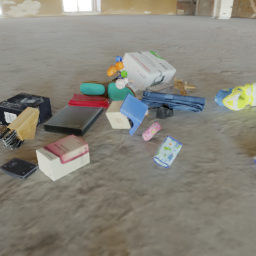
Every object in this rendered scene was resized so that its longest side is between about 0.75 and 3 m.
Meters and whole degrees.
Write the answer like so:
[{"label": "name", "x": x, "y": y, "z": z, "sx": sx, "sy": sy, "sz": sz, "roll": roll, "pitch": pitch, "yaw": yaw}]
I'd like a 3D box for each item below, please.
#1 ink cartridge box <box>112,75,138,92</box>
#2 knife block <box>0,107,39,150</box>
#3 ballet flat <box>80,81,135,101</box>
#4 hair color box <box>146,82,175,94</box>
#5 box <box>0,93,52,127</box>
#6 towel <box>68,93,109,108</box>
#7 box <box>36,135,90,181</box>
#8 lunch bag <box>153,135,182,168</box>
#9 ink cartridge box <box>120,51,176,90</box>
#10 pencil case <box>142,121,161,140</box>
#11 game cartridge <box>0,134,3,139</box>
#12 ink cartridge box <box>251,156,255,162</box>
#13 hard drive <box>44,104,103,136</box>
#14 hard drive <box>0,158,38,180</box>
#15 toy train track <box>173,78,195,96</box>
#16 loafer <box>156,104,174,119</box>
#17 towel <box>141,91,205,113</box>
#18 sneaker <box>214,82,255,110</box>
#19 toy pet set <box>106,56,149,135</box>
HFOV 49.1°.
[{"label": "ink cartridge box", "x": -0.189, "y": -2.328, "z": 15.237, "sx": 1.292, "sy": 0.608, "sz": 2.749, "roll": 12, "pitch": 31, "yaw": 20}, {"label": "knife block", "x": -4.009, "y": -0.022, "z": 10.224, "sx": 0.510, "sy": 1.595, "sz": 1.400, "roll": 13, "pitch": 1, "yaw": 21}, {"label": "ballet flat", "x": -0.883, "y": -1.813, "z": 13.467, "sx": 2.847, "sy": 0.965, "sz": 1.030, "roll": 7, "pitch": 18, "yaw": 18}, {"label": "hair color box", "x": 1.704, "y": -1.990, "z": 14.783, "sx": 1.488, "sy": 0.451, "sz": 0.737, "roll": -24, "pitch": 37, "yaw": -36}, {"label": "box", "x": -4.399, "y": -0.726, "z": 11.927, "sx": 1.598, "sy": 0.954, "sz": 1.625, "roll": 11, "pitch": 29, "yaw": 20}, {"label": "towel", "x": -1.779, "y": -1.312, "z": 13.023, "sx": 1.774, "sy": 0.276, "sz": 2.454, "roll": 3, "pitch": 14, "yaw": -6}, {"label": "box", "x": -2.078, "y": 0.917, "z": 9.053, "sx": 0.905, "sy": 0.771, "sz": 1.415, "roll": 25, "pitch": 37, "yaw": 38}, {"label": "lunch bag", "x": 1.216, "y": 0.780, "z": 8.857, "sx": 0.645, "sy": 0.861, "sz": 1.012, "roll": 34, "pitch": -10, "yaw": 2}, {"label": "ink cartridge box", "x": 1.059, "y": -3.191, "z": 15.269, "sx": 2.619, "sy": 1.101, "sz": 1.911, "roll": -20, "pitch": 59, "yaw": -47}, {"label": "pencil case", "x": 0.848, "y": 0.119, "z": 10.238, "sx": 0.372, "sy": 0.851, "sz": 0.372, "roll": 16, "pitch": 53, "yaw": -22}, {"label": "game cartridge", "x": -5.465, "y": 0.600, "z": 10.208, "sx": 0.993, "sy": 0.294, "sz": 1.531, "roll": 13, "pitch": 31, "yaw": 15}, {"label": "ink cartridge box", "x": 4.788, "y": 1.029, "z": 9.392, "sx": 1.395, "sy": 0.274, "sz": 0.694, "roll": -18, "pitch": 34, "yaw": -33}, {"label": "hard drive", "x": -2.235, "y": -0.434, "z": 11.960, "sx": 1.673, "sy": 0.394, "sz": 2.398, "roll": 7, "pitch": 29, "yaw": 13}, {"label": "hard drive", "x": -3.474, "y": 1.300, "z": 8.933, "sx": 1.043, "sy": 0.221, "sz": 0.703, "roll": 13, "pitch": 31, "yaw": 23}, {"label": "toy train track", "x": 2.929, "y": -2.217, "z": 15.199, "sx": 1.656, "sy": 0.470, "sz": 2.888, "roll": 1, "pitch": 29, "yaw": 2}, {"label": "loafer", "x": 1.645, "y": -0.765, "z": 12.117, "sx": 0.563, "sy": 0.582, "sz": 1.657, "roll": 12, "pitch": 14, "yaw": 21}, {"label": "towel", "x": 2.112, "y": -1.220, "z": 12.908, "sx": 2.813, "sy": 0.683, "sz": 1.571, "roll": 8, "pitch": 9, "yaw": 17}, {"label": "sneaker", "x": 5.282, "y": -1.647, "z": 13.462, "sx": 2.992, "sy": 1.133, "sz": 1.572, "roll": -15, "pitch": 22, "yaw": -39}, {"label": "toy pet set", "x": 0.201, "y": -1.189, "z": 11.105, "sx": 1.408, "sy": 2.652, "sz": 2.476, "roll": -1, "pitch": 43, "yaw": 28}]
